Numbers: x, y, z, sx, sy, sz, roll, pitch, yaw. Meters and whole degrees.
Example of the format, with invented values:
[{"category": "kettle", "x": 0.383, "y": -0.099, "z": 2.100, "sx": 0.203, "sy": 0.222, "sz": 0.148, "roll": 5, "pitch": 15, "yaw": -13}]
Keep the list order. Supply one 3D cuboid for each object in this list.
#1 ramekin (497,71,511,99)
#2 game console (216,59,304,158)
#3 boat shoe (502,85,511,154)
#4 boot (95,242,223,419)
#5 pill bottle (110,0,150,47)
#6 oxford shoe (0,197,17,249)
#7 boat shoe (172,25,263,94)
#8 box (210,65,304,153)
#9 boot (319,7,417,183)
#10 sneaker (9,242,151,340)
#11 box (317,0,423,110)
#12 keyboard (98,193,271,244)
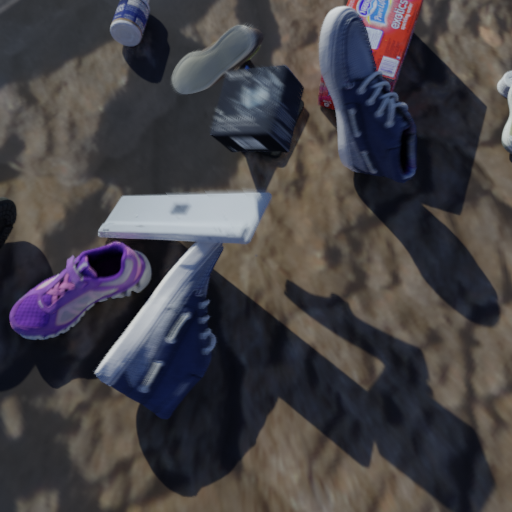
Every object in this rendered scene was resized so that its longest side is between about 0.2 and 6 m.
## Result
[{"category": "ramekin", "x": 5.077, "y": -3.379, "z": 11.040, "sx": 0.545, "sy": 0.266, "sz": 0.545, "roll": 0, "pitch": 66, "yaw": 0}, {"category": "game console", "x": 0.113, "y": -2.753, "z": 10.437, "sx": 1.274, "sy": 0.843, "sz": 1.449, "roll": 21, "pitch": 68, "yaw": 10}, {"category": "boat shoe", "x": 5.082, "y": -2.749, "z": 10.445, "sx": 0.663, "sy": 0.576, "sz": 1.798, "roll": 25, "pitch": 73, "yaw": -11}, {"category": "boot", "x": -1.075, "y": 0.997, "z": 8.608, "sx": 1.291, "sy": 1.039, "sz": 2.857, "roll": 38, "pitch": 74, "yaw": -8}, {"category": "pill bottle", "x": -2.564, "y": -4.963, "z": 11.555, "sx": 0.635, "sy": 0.635, "sz": 1.145, "roll": 8, "pitch": 65, "yaw": 4}, {"category": "oxford shoe", "x": -5.365, "y": -0.041, "z": 9.041, "sx": 1.329, "sy": 1.144, "sz": 3.148, "roll": 42, "pitch": 72, "yaw": 18}, {"category": "boat shoe", "x": -0.602, "y": -2.975, "z": 8.569, "sx": 0.485, "sy": 1.629, "sz": 0.585, "roll": -35, "pitch": 100, "yaw": -54}, {"category": "box", "x": 0.011, "y": -2.004, "z": 7.727, "sx": 0.990, "sy": 0.591, "sz": 1.007, "roll": 6, "pitch": 77, "yaw": 32}, {"category": "boot", "x": 1.951, "y": -2.576, "z": 9.140, "sx": 1.044, "sy": 2.870, "sz": 1.296, "roll": -39, "pitch": 41, "yaw": -23}, {"category": "sneaker", "x": -2.827, "y": 0.451, "z": 8.844, "sx": 2.335, "sy": 1.032, "sz": 0.939, "roll": -29, "pitch": 73, "yaw": -13}, {"category": "box", "x": 2.244, "y": -4.100, "z": 10.799, "sx": 1.344, "sy": 1.287, "sz": 2.696, "roll": 18, "pitch": 67, "yaw": 8}, {"category": "keyboard", "x": -1.254, "y": -0.628, "z": 8.919, "sx": 3.258, "sy": 0.174, "sz": 0.917, "roll": 4, "pitch": 50, "yaw": 36}]
